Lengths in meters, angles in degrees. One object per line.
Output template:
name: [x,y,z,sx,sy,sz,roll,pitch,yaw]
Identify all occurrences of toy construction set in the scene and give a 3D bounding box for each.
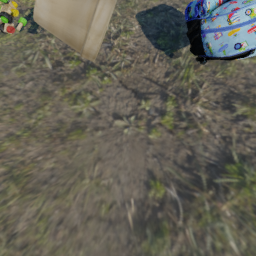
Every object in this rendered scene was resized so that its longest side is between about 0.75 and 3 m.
toy construction set: [-2.923,-2.844,6.315,1.413,1.178,1.086,3,66,48]

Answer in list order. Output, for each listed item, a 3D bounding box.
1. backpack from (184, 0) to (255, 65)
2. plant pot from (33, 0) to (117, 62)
backpack: [3.119,-2.898,7.506,2.638,1.944,2.889,-20,17,0]
plant pot: [-1.389,-3.063,7.352,1.808,2.084,2.084,19,47,-14]
